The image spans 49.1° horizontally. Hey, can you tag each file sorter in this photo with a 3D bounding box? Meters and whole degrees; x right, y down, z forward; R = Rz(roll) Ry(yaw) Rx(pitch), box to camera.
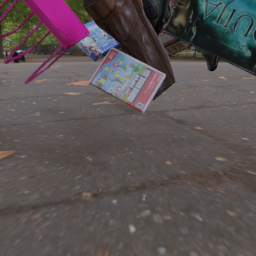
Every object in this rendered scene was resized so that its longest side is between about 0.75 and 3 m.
[{"bbox_3d":[-2.649,-2.742,6.788,1.745,2.782,1.933,-36,18,21],"label":"file sorter"}]

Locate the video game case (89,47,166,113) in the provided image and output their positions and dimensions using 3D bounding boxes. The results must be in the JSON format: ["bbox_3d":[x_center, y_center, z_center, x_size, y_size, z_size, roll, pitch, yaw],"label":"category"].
[{"bbox_3d":[-0.010,-0.943,5.425,1.229,0.879,0.107,29,-11,9],"label":"video game case"}]

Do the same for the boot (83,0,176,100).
[{"bbox_3d":[0.366,-2.327,6.236,0.896,2.790,2.600,-2,57,39],"label":"boot"}]

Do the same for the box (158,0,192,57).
[{"bbox_3d":[1.517,-4.067,10.452,1.262,2.520,0.944,-20,-16,28],"label":"box"}]

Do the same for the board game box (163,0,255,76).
[{"bbox_3d":[2.547,-2.524,6.484,2.897,1.960,0.408,26,16,3],"label":"board game box"}]

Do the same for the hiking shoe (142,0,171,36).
[{"bbox_3d":[0.689,-3.029,8.374,1.485,1.117,2.950,-44,-4,-17],"label":"hiking shoe"}]

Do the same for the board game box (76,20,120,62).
[{"bbox_3d":[-1.165,-3.138,9.951,1.380,0.301,1.387,42,53,9],"label":"board game box"}]

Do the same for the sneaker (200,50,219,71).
[{"bbox_3d":[2.277,-2.629,8.555,0.801,1.831,0.681,-8,12,-1],"label":"sneaker"}]
